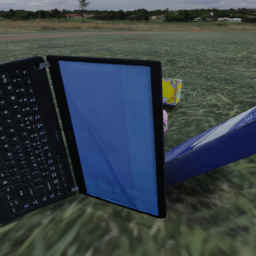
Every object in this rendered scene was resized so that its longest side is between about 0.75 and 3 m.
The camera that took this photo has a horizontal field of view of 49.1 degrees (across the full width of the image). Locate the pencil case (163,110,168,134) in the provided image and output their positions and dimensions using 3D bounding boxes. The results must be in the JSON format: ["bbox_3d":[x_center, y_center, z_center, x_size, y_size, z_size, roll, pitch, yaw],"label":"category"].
[{"bbox_3d":[0.791,-0.161,6.956,0.440,0.440,1.006,3,19,6],"label":"pencil case"}]

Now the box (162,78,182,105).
[{"bbox_3d":[1.004,-1.225,8.994,1.276,0.778,1.229,8,12,16],"label":"box"}]

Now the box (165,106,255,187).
[{"bbox_3d":[1.391,0.255,4.485,1.610,0.431,2.657,-26,-5,-43],"label":"box"}]

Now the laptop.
[{"bbox_3d":[-0.937,0.396,3.226,2.443,2.165,1.262,-18,31,-20],"label":"laptop"}]
